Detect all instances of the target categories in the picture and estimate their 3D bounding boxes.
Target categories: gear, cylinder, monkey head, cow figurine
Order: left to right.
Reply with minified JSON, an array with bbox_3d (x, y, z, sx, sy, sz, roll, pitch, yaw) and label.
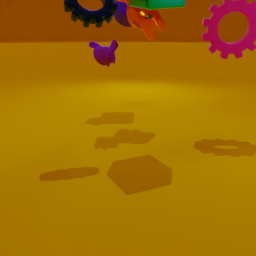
[{"bbox_3d":[-0.867,-2.902,6.467,1.221,1.221,0.226,-6,-16,-17],"label":"gear"},{"bbox_3d":[-0.779,-2.678,9.881,0.751,0.896,1.246,12,-21,39],"label":"monkey head"},{"bbox_3d":[0.026,-4.556,10.443,1.181,1.181,1.181,0,0,-1],"label":"cylinder"},{"bbox_3d":[0.275,-3.625,8.355,1.747,0.959,1.719,50,5,25],"label":"cow figurine"},{"bbox_3d":[2.914,-2.783,7.784,1.652,1.652,0.306,3,25,7],"label":"gear"}]

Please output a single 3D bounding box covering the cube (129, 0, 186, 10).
[{"bbox_3d":[0.680,-3.406,6.594,1.023,1.023,1.023,-14,31,-22],"label":"cube"}]
